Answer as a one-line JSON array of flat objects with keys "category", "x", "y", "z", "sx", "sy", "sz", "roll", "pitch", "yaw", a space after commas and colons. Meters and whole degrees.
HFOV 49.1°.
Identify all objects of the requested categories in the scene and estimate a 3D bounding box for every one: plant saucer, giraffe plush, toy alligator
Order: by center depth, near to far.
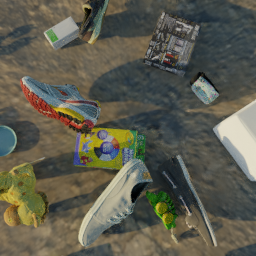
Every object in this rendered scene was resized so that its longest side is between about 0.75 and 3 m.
[{"category": "giraffe plush", "x": -2.736, "y": 1.794, "z": 7.210, "sx": 1.927, "sy": 1.662, "sz": 1.562, "roll": -20, "pitch": 93, "yaw": 14}, {"category": "toy alligator", "x": 1.063, "y": 2.248, "z": 7.365, "sx": 0.503, "sy": 0.550, "sz": 1.854, "roll": -35, "pitch": 110, "yaw": -12}, {"category": "plant saucer", "x": -3.654, "y": 0.383, "z": 8.106, "sx": 0.900, "sy": 0.123, "sz": 0.900, "roll": 0, "pitch": 81, "yaw": 0}]

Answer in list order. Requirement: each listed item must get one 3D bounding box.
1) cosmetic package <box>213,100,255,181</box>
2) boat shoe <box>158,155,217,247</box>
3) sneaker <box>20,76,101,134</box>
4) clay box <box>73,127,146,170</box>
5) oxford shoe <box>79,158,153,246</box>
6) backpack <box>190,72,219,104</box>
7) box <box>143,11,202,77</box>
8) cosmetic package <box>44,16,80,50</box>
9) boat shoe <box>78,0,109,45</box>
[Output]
[{"category": "cosmetic package", "x": 3.902, "y": 0.020, "z": 7.262, "sx": 2.273, "sy": 1.902, "sz": 1.891, "roll": -33, "pitch": 82, "yaw": -5}, {"category": "boat shoe", "x": 1.574, "y": 1.986, "z": 7.536, "sx": 0.716, "sy": 0.840, "sz": 2.512, "roll": -24, "pitch": 76, "yaw": 9}, {"category": "sneaker", "x": -1.872, "y": -0.768, "z": 7.767, "sx": 2.452, "sy": 0.954, "sz": 1.007, "roll": 29, "pitch": 62, "yaw": 5}, {"category": "clay box", "x": -0.483, "y": 0.585, "z": 7.878, "sx": 1.938, "sy": 0.461, "sz": 1.114, "roll": 4, "pitch": 77, "yaw": 2}, {"category": "oxford shoe", "x": -0.320, "y": 2.038, "z": 7.151, "sx": 0.785, "sy": 1.022, "sz": 2.719, "roll": 39, "pitch": 97, "yaw": 26}, {"category": "backpack", "x": 2.207, "y": -1.146, "z": 8.128, "sx": 0.564, "sy": 0.744, "sz": 0.891, "roll": -42, "pitch": 85, "yaw": 14}, {"category": "box", "x": 1.339, "y": -2.542, "z": 8.454, "sx": 1.307, "sy": 0.412, "sz": 1.658, "roll": 20, "pitch": 81, "yaw": 3}, {"category": "cosmetic package", "x": -1.976, "y": -2.870, "z": 8.517, "sx": 0.958, "sy": 0.406, "sz": 0.515, "roll": -35, "pitch": 80, "yaw": -5}, {"category": "boat shoe", "x": -1.014, "y": -3.491, "z": 8.262, "sx": 0.633, "sy": 0.715, "sz": 1.953, "roll": 15, "pitch": 79, "yaw": -30}]
